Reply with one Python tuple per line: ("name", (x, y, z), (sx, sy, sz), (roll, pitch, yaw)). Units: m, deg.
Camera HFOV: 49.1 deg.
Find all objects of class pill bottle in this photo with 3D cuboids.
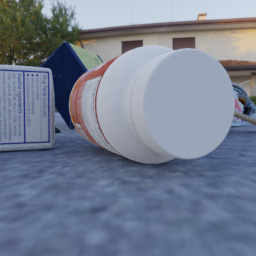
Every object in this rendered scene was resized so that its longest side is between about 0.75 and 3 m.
("pill bottle", (0.136, -0.331, 4.158), (1.545, 1.545, 2.754), (-2, 4, -23))

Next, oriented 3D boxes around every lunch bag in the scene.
("lunch bag", (3.356, -0.985, 11.680), (2.966, 1.886, 2.515), (5, 3, -28))

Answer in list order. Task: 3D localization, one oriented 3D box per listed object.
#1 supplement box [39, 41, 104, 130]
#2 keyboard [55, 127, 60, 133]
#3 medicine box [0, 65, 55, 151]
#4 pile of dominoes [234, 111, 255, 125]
("supplement box", (-1.578, -1.469, 10.431), (1.683, 2.508, 2.505), (-37, -9, 18))
("keyboard", (-2.651, 0.048, 8.867), (0.912, 0.148, 1.436), (5, 1, -18))
("medicine box", (-3.006, -0.375, 5.447), (2.782, 1.432, 2.534), (-1, 4, -22))
("pile of dominoes", (3.072, -0.274, 8.352), (2.738, 0.436, 2.134), (27, 9, 23))
